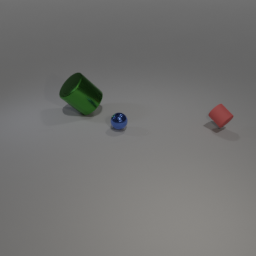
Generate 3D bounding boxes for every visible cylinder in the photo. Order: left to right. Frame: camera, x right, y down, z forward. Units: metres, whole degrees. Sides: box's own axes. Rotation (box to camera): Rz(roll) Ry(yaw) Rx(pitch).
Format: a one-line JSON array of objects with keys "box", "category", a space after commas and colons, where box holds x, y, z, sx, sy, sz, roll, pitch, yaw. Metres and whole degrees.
[{"box": [-2.088, -1.510, 12.509, 1.400, 1.400, 1.400, -27, 42, 28], "category": "cylinder"}, {"box": [3.720, -0.494, 11.224, 0.700, 0.700, 0.700, -23, 64, -35], "category": "cylinder"}]

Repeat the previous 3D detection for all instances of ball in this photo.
[{"box": [-0.362, -0.285, 11.425, 0.700, 0.700, 0.700, 0, 29, 0], "category": "ball"}]
